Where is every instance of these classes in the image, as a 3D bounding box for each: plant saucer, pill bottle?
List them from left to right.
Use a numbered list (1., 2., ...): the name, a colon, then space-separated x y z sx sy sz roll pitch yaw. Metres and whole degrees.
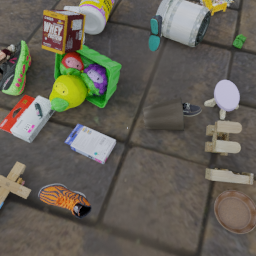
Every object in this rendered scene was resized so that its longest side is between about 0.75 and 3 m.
1. pill bottle: -1.575 -6.250 14.220 1.516 1.516 2.908 10 59 6
2. plant saucer: 3.564 2.800 9.331 1.429 0.261 1.429 0 58 -1

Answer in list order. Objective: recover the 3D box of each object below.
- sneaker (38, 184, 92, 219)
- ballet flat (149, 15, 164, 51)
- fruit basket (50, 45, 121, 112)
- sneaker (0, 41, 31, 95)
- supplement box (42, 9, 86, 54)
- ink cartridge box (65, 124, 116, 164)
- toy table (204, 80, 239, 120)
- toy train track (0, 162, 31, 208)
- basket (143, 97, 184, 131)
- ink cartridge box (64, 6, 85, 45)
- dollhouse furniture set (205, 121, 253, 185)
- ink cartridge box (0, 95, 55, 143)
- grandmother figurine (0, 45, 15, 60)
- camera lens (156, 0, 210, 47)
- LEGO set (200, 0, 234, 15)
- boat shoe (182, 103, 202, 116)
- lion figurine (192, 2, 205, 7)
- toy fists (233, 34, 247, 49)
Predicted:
1. sneaker: -1.413 1.743 6.655 0.747 1.333 0.517 26 94 54
2. ballet flat: 1.153 -3.811 11.196 0.572 1.567 0.572 -1 54 2
3. fruit basket: -2.031 -1.955 11.289 2.990 2.157 2.990 10 39 -8
4. sneaker: -5.050 -2.770 12.300 1.227 1.124 2.928 3 57 -3
5. supplement box: -2.222 -3.363 9.743 0.851 1.264 1.282 21 28 16
6. ink cartridge box: -1.425 0.581 10.662 1.692 0.355 1.010 24 61 11
7. toy table: 3.900 -1.122 11.409 1.375 0.876 1.496 16 59 10
8. toy train track: -4.340 2.494 9.461 1.626 0.461 2.835 24 67 6
9. basket: 1.368 -0.445 10.898 1.487 1.341 1.011 -7 21 6
10. ink cartridge box: -2.519 -4.511 12.997 0.731 1.745 1.266 2 58 1
11. dollhouse furniture set: 3.531 0.822 9.723 1.367 1.803 2.057 5 85 5
12. ink cartridge box: -4.082 -0.528 11.318 1.655 0.415 1.907 22 61 12
13. grandmother figurine: -5.833 -3.490 13.196 0.757 0.378 1.248 39 68 12
14. camera lens: 2.598 -5.014 13.258 2.259 1.807 1.807 26 62 15
15. LEGO set: 4.205 -6.801 14.582 2.984 1.373 1.111 -8 48 -36
16. boat shoe: 2.350 -0.796 11.459 1.396 0.438 0.507 -1 58 -1
17. lion figurine: 3.676 -6.047 14.664 0.475 0.803 1.311 -20 45 -8
18. toy fists: 5.450 -4.257 13.697 0.457 0.309 0.897 27 63 16
